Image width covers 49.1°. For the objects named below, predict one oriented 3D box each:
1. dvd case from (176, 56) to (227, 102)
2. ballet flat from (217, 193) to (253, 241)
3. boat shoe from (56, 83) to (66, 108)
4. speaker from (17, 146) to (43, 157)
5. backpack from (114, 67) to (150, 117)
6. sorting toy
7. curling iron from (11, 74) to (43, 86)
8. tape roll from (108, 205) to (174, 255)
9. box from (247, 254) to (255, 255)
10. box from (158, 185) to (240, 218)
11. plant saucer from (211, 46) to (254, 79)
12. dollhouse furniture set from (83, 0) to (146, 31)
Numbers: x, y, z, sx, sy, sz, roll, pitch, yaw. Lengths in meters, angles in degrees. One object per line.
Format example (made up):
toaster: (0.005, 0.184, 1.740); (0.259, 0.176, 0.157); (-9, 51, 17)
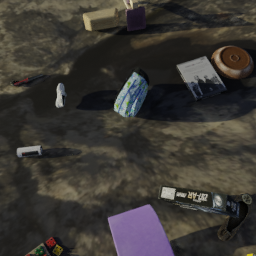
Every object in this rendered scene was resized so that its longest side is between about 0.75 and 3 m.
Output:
dvd case: (3.007, -2.053, 11.546); (1.396, 0.230, 1.858); (-18, 64, -9)
ballet flat: (3.461, 2.799, 8.916); (0.615, 0.423, 1.826); (38, 69, 18)
boat shoe: (-2.541, -1.267, 10.874); (0.331, 0.365, 0.992); (-2, 78, 20)
speaker: (-3.500, 0.834, 9.989); (0.835, 0.339, 0.339); (-6, 63, -4)
backpack: (0.128, -1.211, 10.552); (1.272, 1.350, 1.655); (45, 76, 6)
sorting toy: (-2.675, 3.938, 8.433); (1.416, 0.240, 0.683); (-33, 68, -16)
curling iron: (-4.193, -2.020, 11.562); (1.338, 0.171, 0.332); (-19, 64, -10)
tape roll: (0.443, 3.519, 7.176); (1.199, 2.821, 2.821); (-17, 64, -9)
box: (4.179, 4.168, 8.181); (1.331, 0.466, 0.428); (22, 65, 11)
box: (2.098, 2.139, 8.206); (1.943, 1.557, 0.423); (1, 69, 34)
plant saucer: (4.501, -2.893, 11.936); (1.798, 0.329, 1.798); (0, 62, -1)
dollhouse furniture set: (-0.767, -5.774, 12.722); (2.769, 2.194, 1.965); (-11, 48, -3)
